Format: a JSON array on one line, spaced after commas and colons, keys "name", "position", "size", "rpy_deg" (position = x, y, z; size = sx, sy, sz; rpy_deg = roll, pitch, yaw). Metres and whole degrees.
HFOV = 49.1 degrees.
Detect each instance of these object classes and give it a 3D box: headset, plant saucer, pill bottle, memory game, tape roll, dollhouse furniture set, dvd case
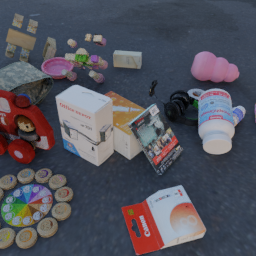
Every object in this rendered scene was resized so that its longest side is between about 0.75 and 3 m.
[{"name": "headset", "position": [2.136, -1.107, 11.969], "size": [2.674, 1.256, 1.651], "rpy_deg": [24, 43, 11]}, {"name": "plant saucer", "position": [-3.747, -3.166, 14.995], "size": [1.673, 0.424, 1.673], "rpy_deg": [2, 47, -2]}, {"name": "pill bottle", "position": [3.360, -0.253, 10.726], "size": [1.296, 1.296, 2.383], "rpy_deg": [5, 53, 6]}, {"name": "memory game", "position": [-3.141, 2.328, 8.656], "size": [2.928, 0.187, 2.928], "rpy_deg": [0, 39, 0]}, {"name": "tape roll", "position": [3.241, -1.471, 13.151], "size": [0.940, 0.311, 0.940], "rpy_deg": [1, 39, -1]}, {"name": "dollhouse furniture set", "position": [-5.387, -4.620, 15.548], "size": [2.521, 2.209, 1.674], "rpy_deg": [14, 32, -26]}, {"name": "dvd case", "position": [1.019, 0.365, 9.835], "size": [1.513, 2.073, 0.228], "rpy_deg": [-40, 14, -37]}, {"name": "pill bottle", "position": [4.479, -0.501, 11.748], "size": [0.608, 0.608, 1.085], "rpy_deg": [31, 48, 32]}]

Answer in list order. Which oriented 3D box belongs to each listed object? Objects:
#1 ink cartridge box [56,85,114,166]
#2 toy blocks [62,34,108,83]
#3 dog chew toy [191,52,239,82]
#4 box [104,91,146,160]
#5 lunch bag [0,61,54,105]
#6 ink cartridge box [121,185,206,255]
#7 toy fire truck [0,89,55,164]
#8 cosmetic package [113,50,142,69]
[{"name": "ink cartridge box", "position": [-1.462, -0.081, 9.853], "size": [1.726, 2.358, 1.012], "rpy_deg": [23, 45, 25]}, {"name": "toy blocks", "position": [-1.974, -3.433, 14.419], "size": [2.058, 2.202, 1.854], "rpy_deg": [8, -2, 21]}, {"name": "dog chew toy", "position": [4.439, -2.984, 14.202], "size": [2.332, 1.452, 1.452], "rpy_deg": [17, 42, 8]}, {"name": "box", "position": [-0.312, -0.184, 10.865], "size": [2.514, 1.226, 1.564], "rpy_deg": [31, 49, 32]}, {"name": "lunch bag", "position": [-4.930, -1.898, 12.727], "size": [2.131, 1.528, 2.598], "rpy_deg": [32, 54, 33]}, {"name": "ink cartridge box", "position": [0.970, 2.581, 8.124], "size": [2.009, 0.504, 1.629], "rpy_deg": [-8, 40, -14]}, {"name": "toy fire truck", "position": [-4.043, -0.230, 10.003], "size": [2.854, 2.396, 1.600], "rpy_deg": [14, 42, 16]}, {"name": "cosmetic package", "position": [-0.021, -3.819, 15.619], "size": [1.529, 0.791, 0.559], "rpy_deg": [6, 40, 8]}]
